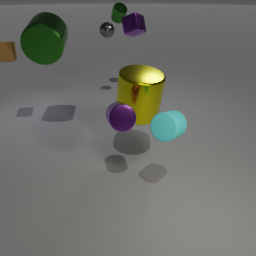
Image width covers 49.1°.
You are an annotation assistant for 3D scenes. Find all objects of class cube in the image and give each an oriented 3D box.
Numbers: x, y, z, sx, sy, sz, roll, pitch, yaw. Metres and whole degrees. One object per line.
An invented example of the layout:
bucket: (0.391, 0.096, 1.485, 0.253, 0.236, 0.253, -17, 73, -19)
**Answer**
cube: (0.242, -4.241, 11.527, 0.700, 0.700, 0.700, -9, 2, 34)
cube: (-4.545, -2.811, 10.298, 0.700, 0.700, 0.700, -6, 19, -11)

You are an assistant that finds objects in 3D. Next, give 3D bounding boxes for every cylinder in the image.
cylinder: (-0.445, -5.662, 13.803, 0.700, 0.700, 0.700, -9, -15, -17)
cylinder: (1.002, -0.059, 6.885, 0.700, 0.700, 0.700, 16, 15, 27)
cylinder: (-0.199, -0.307, 7.338, 0.700, 0.700, 0.700, -6, 13, -11)
cylinder: (0.353, -1.032, 8.615, 1.400, 1.400, 1.400, 5, 35, -3)
cylinder: (-2.865, -3.124, 9.741, 1.400, 1.400, 1.400, -1, 38, -3)

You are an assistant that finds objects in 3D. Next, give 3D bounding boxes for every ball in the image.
ball: (-0.977, -4.576, 13.077, 0.700, 0.700, 0.700, 0, 27, 0)
